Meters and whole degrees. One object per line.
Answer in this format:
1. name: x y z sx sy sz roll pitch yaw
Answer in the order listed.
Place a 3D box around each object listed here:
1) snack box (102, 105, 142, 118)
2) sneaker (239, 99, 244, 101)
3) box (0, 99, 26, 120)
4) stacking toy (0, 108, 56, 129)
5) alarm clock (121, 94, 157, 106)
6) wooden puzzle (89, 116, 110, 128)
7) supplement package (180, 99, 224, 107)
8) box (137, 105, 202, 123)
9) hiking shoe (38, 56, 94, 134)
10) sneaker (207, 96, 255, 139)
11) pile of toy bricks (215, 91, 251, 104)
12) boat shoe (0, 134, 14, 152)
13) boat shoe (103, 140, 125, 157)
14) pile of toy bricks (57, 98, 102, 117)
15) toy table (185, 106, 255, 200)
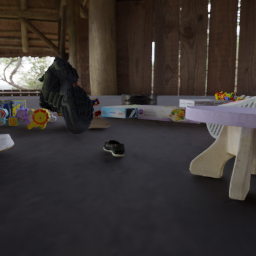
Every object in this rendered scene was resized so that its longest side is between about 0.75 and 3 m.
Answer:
1. snack box: 0.134 -0.762 12.382 1.369 0.437 2.357 7 11 41
2. sneaker: 3.729 -0.435 8.506 1.845 0.901 0.652 1 5 -6
3. box: -5.315 -0.763 11.171 2.442 0.785 0.855 2 8 19
4. stacking toy: -3.815 -0.406 9.160 2.822 0.663 2.128 -1 8 -5
5. alarm clock: 0.609 -1.414 15.252 1.916 0.945 2.840 0 10 1
6. wooden puzzle: -1.314 -0.150 8.973 1.192 0.240 1.288 -3 13 -20
7. supplement package: 2.873 -0.735 11.047 1.359 0.754 1.059 -2 9 -21
8. box: 1.572 -0.548 10.582 2.675 0.518 0.554 6 10 38
9. hiking shoe: -1.859 -0.752 8.014 1.309 2.601 0.985 -37 -34 24
10. sneaker: 3.076 -0.181 5.783 1.547 1.114 2.960 -8 6 -17
11. pile of toy bricks: 4.482 -0.911 12.397 0.993 1.116 2.012 -38 26 -10
12. boat shoe: -3.119 0.153 5.067 1.945 0.674 0.689 -2 8 -13
13. boat shoe: -0.264 0.344 5.321 0.289 0.247 0.789 -4 7 -22
14. pile of toy bricks: -1.702 -0.483 10.041 1.507 0.836 0.744 -20 -14 -20
15. toy table: 1.535 0.229 3.596 1.615 0.946 1.485 8 11 42
